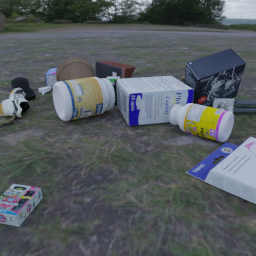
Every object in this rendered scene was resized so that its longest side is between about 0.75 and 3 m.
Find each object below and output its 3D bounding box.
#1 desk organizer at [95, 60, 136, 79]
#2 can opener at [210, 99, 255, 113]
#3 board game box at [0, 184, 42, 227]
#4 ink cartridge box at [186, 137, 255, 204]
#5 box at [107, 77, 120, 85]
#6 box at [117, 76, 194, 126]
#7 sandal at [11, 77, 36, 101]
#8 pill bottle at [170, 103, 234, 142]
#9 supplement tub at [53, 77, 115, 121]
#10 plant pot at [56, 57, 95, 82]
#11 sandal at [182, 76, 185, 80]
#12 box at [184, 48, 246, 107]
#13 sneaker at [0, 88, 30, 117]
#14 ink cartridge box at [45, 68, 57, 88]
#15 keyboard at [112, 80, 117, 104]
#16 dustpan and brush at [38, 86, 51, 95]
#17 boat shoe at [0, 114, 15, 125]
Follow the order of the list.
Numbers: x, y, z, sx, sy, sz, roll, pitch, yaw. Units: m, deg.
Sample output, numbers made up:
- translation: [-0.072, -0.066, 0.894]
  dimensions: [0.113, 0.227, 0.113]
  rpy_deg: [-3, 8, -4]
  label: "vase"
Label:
- translation: [-0.791, -3.425, 16.987]
  dimensions: [1.058, 0.985, 2.747]
  rpy_deg: [-16, 28, -36]
  label: "desk organizer"
- translation: [4.625, -0.966, 11.829]
  dimensions: [2.219, 0.584, 0.737]
  rpy_deg: [1, 14, 5]
  label: "can opener"
- translation: [-2.519, 1.707, 6.298]
  dimensions: [0.740, 0.322, 1.003]
  rpy_deg: [5, 25, 12]
  label: "board game box"
- translation: [3.364, 1.013, 7.588]
  dimensions: [2.591, 0.561, 2.544]
  rpy_deg: [22, 33, 37]
  label: "ink cartridge box"
- translation: [-0.756, -2.249, 14.566]
  dimensions: [0.691, 0.783, 0.378]
  rpy_deg: [-1, 25, -3]
  label: "box"
- translation: [0.999, -1.190, 11.486]
  dimensions: [2.569, 1.348, 2.363]
  rpy_deg: [-6, 24, -11]
  label: "box"
- translation: [-5.360, -1.911, 14.247]
  dimensions: [0.900, 0.573, 2.395]
  rpy_deg: [-12, 39, -27]
  label: "sandal"
- translation: [2.520, -0.259, 9.769]
  dimensions: [2.036, 1.061, 1.061]
  rpy_deg: [17, 29, 34]
  label: "pill bottle"
- translation: [-1.770, -1.216, 11.304]
  dimensions: [2.146, 1.553, 1.553]
  rpy_deg: [-14, 28, -29]
  label: "supplement tub"
- translation: [-2.385, -2.160, 13.463]
  dimensions: [1.935, 1.935, 1.688]
  rpy_deg: [-8, 43, -18]
  label: "plant pot"
- translation: [3.971, -3.324, 17.083]
  dimensions: [1.016, 0.683, 2.530]
  rpy_deg: [12, 27, 25]
  label: "sandal"
- translation: [3.495, -1.961, 11.644]
  dimensions: [2.101, 1.913, 1.094]
  rpy_deg: [-20, 52, -7]
  label: "box"
- translation: [-4.643, -1.011, 11.991]
  dimensions: [0.961, 0.830, 2.193]
  rpy_deg: [8, 31, -7]
  label: "sneaker"
- translation: [-3.841, -2.978, 16.204]
  dimensions: [1.457, 0.815, 2.136]
  rpy_deg: [-2, 22, -5]
  label: "ink cartridge box"
- translation: [-0.047, -1.763, 13.540]
  dimensions: [2.801, 0.359, 1.682]
  rpy_deg: [-6, 52, -12]
  label: "keyboard"
- translation: [-4.357, -1.908, 14.525]
  dimensions: [0.677, 0.278, 0.971]
  rpy_deg: [-10, 18, -3]
  label: "dustpan and brush"
- translation: [-4.902, -0.289, 10.471]
  dimensions: [1.235, 0.451, 0.389]
  rpy_deg: [-14, 2, -38]
  label: "boat shoe"
